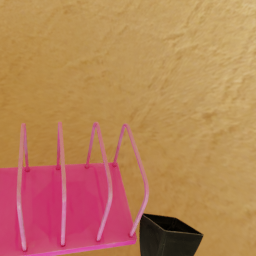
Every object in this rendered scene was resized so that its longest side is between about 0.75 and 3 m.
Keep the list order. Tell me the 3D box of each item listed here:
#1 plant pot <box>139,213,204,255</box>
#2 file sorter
[{"bbox_3d":[0.675,2.042,4.929,0.848,0.850,0.754,15,86,-26],"label":"plant pot"},{"bbox_3d":[-1.119,0.908,4.693,2.537,1.591,1.763,-1,43,-17],"label":"file sorter"}]
